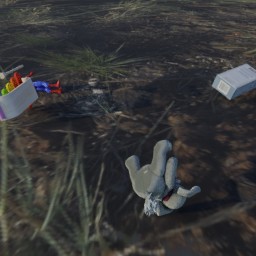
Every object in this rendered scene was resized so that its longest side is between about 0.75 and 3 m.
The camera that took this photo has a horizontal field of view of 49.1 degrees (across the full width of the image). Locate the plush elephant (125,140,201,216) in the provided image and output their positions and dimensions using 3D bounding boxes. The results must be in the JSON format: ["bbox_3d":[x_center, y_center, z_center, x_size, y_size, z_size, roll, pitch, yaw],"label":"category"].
[{"bbox_3d":[0.690,1.061,5.219,1.051,1.117,1.357,28,41,-33],"label":"plush elephant"}]

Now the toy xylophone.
[{"bbox_3d":[-3.450,-1.128,8.658,0.494,1.441,1.968,-8,19,14],"label":"toy xylophone"}]

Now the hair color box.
[{"bbox_3d":[3.937,-1.679,9.975,1.743,0.528,0.863,-24,56,-30],"label":"hair color box"}]

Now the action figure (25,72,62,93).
[{"bbox_3d":[-3.441,-1.761,10.662,1.824,0.595,0.903,0,53,-1],"label":"action figure"}]
